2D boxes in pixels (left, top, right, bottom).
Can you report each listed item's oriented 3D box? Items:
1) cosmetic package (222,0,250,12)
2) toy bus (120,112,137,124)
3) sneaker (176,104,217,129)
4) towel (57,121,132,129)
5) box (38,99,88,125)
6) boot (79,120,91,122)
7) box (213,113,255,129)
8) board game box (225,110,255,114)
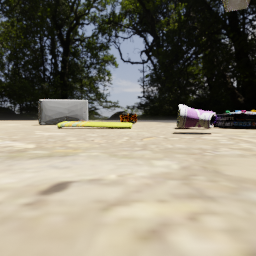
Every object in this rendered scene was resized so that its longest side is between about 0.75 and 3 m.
[{"bbox_3d":[2.943,-3.987,7.629,0.650,1.057,1.053,-9,-23,3],"label":"cosmetic package"},{"bbox_3d":[-0.007,-0.549,18.490,1.086,0.737,1.042,-3,-11,-8],"label":"toy bus"},{"bbox_3d":[2.708,-0.364,11.203,1.476,0.938,2.589,6,10,6],"label":"sneaker"},{"bbox_3d":[-1.243,-0.070,10.936,2.808,0.254,1.208,1,7,3],"label":"towel"},{"bbox_3d":[-3.962,-0.920,16.940,2.747,1.461,2.092,-1,2,-21],"label":"box"},{"bbox_3d":[-1.737,-0.206,13.552,1.035,0.332,0.964,5,6,19],"label":"boot"},{"bbox_3d":[5.080,-0.274,10.931,2.542,0.632,2.523,-3,2,-43],"label":"box"},{"bbox_3d":[4.218,-0.598,10.488,0.799,0.103,0.799,-4,4,-36],"label":"board game box"}]
